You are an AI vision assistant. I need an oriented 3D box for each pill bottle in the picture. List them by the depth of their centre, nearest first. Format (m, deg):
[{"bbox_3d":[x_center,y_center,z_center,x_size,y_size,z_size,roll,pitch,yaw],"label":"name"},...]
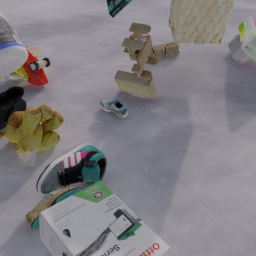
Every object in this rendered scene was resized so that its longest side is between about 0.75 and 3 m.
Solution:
[{"bbox_3d":[-3.968,-2.717,7.906,1.287,1.287,2.263,-32,87,-31],"label":"pill bottle"}]

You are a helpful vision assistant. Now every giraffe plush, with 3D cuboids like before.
[{"bbox_3d":[-2.880,0.064,7.948,1.386,1.474,1.709,17,79,33],"label":"giraffe plush"}]

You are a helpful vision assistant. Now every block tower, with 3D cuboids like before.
[{"bbox_3d":[1.495,-3.376,12.255,1.605,0.464,0.433,-16,44,-19],"label":"block tower"}]

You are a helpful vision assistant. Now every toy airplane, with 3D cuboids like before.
[{"bbox_3d":[-4.173,-2.547,10.459,2.257,1.593,2.247,14,44,-37],"label":"toy airplane"}]

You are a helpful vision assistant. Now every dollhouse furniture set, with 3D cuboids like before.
[{"bbox_3d":[0.598,-2.280,10.041,1.344,1.897,2.065,18,72,21],"label":"dollhouse furniture set"}]

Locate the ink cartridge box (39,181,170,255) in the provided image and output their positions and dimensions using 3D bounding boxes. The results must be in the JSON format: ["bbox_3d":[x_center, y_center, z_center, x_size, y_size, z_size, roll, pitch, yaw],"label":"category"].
[{"bbox_3d":[-0.482,2.235,5.410,1.552,0.896,2.124,-23,45,-39],"label":"ink cartridge box"}]

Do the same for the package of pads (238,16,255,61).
[{"bbox_3d":[5.532,-3.475,11.565,1.822,0.804,2.358,33,42,-13],"label":"package of pads"}]

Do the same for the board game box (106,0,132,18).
[{"bbox_3d":[-0.234,-4.157,8.772,1.021,0.213,1.509,-35,40,23],"label":"board game box"}]

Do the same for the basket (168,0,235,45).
[{"bbox_3d":[2.644,-4.610,9.958,2.033,2.999,1.850,1,48,-1],"label":"basket"}]

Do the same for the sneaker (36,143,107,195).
[{"bbox_3d":[-1.204,1.143,6.943,1.145,0.793,1.897,20,43,34],"label":"sneaker"}]

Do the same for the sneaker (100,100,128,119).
[{"bbox_3d":[-0.448,-0.761,9.263,1.133,0.489,0.440,26,48,27],"label":"sneaker"}]

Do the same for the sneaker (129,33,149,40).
[{"bbox_3d":[0.534,-4.683,13.678,1.183,0.513,0.436,-27,48,-27],"label":"sneaker"}]

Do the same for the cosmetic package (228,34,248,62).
[{"bbox_3d":[4.779,-3.446,12.086,0.544,0.645,1.207,34,36,-16],"label":"cosmetic package"}]

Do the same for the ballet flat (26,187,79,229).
[{"bbox_3d":[-1.772,1.720,6.482,0.444,0.480,1.360,32,49,30],"label":"ballet flat"}]

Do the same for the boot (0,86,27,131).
[{"bbox_3d":[-3.410,-0.747,8.305,0.578,1.761,1.451,36,52,-8],"label":"boot"}]
